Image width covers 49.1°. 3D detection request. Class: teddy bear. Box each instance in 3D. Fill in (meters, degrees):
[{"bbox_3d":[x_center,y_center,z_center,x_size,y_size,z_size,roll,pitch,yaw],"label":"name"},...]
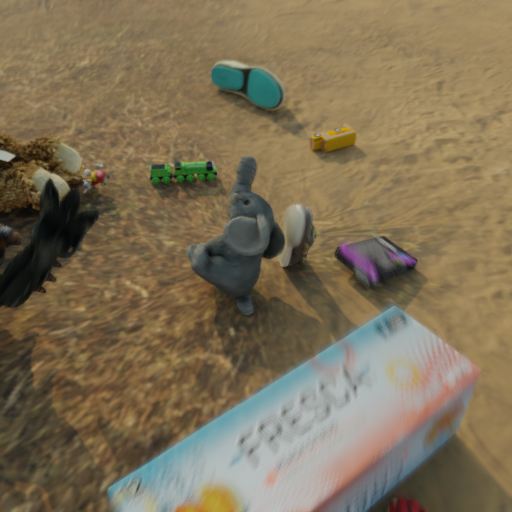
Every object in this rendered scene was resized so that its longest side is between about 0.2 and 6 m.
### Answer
[{"bbox_3d":[-5.478,-1.595,10.934,4.236,1.414,3.071,-5,45,-18],"label":"teddy bear"}]

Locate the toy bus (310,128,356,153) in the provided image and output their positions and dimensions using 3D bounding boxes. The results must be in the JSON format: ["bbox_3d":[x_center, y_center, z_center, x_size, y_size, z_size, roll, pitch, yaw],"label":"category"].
[{"bbox_3d":[1.740,-2.624,12.750,1.028,0.335,0.402,-19,44,-22],"label":"toy bus"}]

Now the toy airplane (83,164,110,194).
[{"bbox_3d":[-3.291,-1.570,11.264,0.605,0.429,0.607,-43,34,8],"label":"toy airplane"}]

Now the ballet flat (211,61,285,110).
[{"bbox_3d":[-0.032,-4.538,14.691,0.974,0.974,2.803,-30,48,-31],"label":"ballet flat"}]

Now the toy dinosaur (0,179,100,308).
[{"bbox_3d":[-4.079,0.344,7.529,3.459,2.603,5.096,-47,59,12],"label":"toy dinosaur"}]

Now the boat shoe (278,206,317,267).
[{"bbox_3d":[0.702,-0.328,9.041,0.475,1.595,0.573,-8,62,-13],"label":"boat shoe"}]

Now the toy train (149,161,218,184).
[{"bbox_3d":[-1.518,-1.757,11.638,1.432,0.404,0.299,-6,40,-6],"label":"toy train"}]

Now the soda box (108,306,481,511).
[{"bbox_3d":[0.564,2.196,6.128,4.069,1.294,1.392,-25,47,-29],"label":"soda box"}]

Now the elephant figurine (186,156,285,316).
[{"bbox_3d":[-0.144,-0.345,8.741,1.422,1.832,1.296,36,15,-22],"label":"elephant figurine"}]

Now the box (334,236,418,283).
[{"bbox_3d":[2.025,0.039,9.459,1.173,0.212,0.838,-14,40,-31],"label":"box"}]

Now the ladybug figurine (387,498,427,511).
[{"bbox_3d":[1.715,2.934,6.048,0.508,0.269,0.748,-19,43,-22],"label":"ladybug figurine"}]
